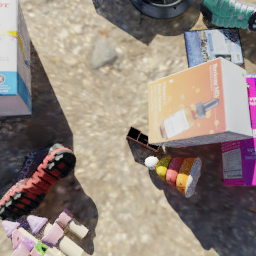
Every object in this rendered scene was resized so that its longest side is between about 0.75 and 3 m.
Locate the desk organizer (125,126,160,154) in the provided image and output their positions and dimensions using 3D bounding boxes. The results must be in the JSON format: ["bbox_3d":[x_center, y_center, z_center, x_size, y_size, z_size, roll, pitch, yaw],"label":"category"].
[{"bbox_3d":[0.467,0.343,8.262,1.042,0.401,0.374,25,80,5],"label":"desk organizer"}]

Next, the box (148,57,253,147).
[{"bbox_3d":[1.776,-0.514,7.343,1.249,2.349,1.789,9,75,-41],"label":"box"}]

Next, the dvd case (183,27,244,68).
[{"bbox_3d":[2.737,-2.585,8.975,1.784,0.157,1.273,-5,78,-1],"label":"dvd case"}]

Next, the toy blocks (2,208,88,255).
[{"bbox_3d":[-2.446,3.011,6.838,1.949,2.163,2.315,38,83,-1],"label":"toy blocks"}]

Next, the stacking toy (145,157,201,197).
[{"bbox_3d":[1.214,1.200,7.939,1.557,1.138,1.138,15,79,22],"label":"stacking toy"}]

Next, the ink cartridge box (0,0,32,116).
[{"bbox_3d":[-3.869,-1.871,7.766,2.003,1.993,2.730,-3,79,-10],"label":"ink cartridge box"}]

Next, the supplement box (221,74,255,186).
[{"bbox_3d":[3.520,0.127,7.753,1.488,1.519,2.940,0,80,-1],"label":"supplement box"}]

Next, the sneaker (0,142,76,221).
[{"bbox_3d":[-2.582,1.375,7.707,2.539,0.898,1.241,-46,43,-5],"label":"sneaker"}]

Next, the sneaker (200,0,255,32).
[{"bbox_3d":[3.488,-3.685,9.018,2.336,0.869,1.022,27,40,16],"label":"sneaker"}]

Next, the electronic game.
[{"bbox_3d":[1.127,-4.702,9.213,2.368,0.493,2.368,0,83,-1],"label":"electronic game"}]
